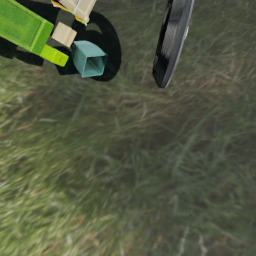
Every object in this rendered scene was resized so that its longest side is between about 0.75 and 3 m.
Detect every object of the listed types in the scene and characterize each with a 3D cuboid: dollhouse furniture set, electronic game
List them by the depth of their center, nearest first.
[{"bbox_3d":[1.056,-2.222,6.321,0.558,2.680,2.680,13,65,0],"label":"electronic game"},{"bbox_3d":[-1.845,-3.115,6.798,1.354,1.767,2.698,31,99,11],"label":"dollhouse furniture set"}]

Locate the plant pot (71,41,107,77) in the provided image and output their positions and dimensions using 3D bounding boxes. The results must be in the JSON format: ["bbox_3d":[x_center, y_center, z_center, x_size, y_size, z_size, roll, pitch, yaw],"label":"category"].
[{"bbox_3d":[-1.181,-2.038,7.961,0.677,0.677,0.958,-17,55,-36],"label":"plant pot"}]
